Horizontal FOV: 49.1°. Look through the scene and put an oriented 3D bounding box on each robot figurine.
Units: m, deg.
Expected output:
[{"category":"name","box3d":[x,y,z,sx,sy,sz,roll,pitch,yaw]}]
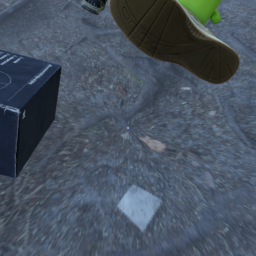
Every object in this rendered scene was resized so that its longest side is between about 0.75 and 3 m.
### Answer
[{"category":"robot figurine","box3d":[2.145,-4.088,8.575,1.399,2.121,2.418,38,94,43]}]

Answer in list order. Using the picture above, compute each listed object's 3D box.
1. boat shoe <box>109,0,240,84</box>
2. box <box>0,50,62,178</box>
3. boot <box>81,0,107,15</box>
[{"category":"boat shoe","box3d":[0.907,-1.883,5.556,2.948,1.063,0.957,23,29,-23]},{"category":"box","box3d":[-2.842,-0.538,5.508,2.374,1.497,2.415,13,29,-2]},{"category":"boot","box3d":[-0.740,-4.229,8.120,0.713,1.491,1.975,22,32,-14]}]
